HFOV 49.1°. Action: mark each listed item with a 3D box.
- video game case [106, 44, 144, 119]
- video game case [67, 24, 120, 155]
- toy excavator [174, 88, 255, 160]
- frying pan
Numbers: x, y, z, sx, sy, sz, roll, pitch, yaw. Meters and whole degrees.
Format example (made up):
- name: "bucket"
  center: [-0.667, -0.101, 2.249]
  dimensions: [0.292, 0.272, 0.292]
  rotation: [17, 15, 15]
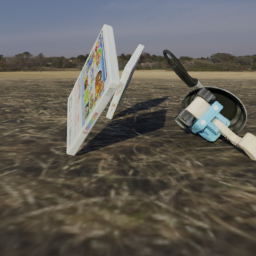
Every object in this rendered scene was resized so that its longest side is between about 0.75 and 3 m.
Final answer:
- name: "video game case"
  center: [-0.084, -1.714, 10.151]
  dimensions: [0.262, 2.086, 2.292]
  rotation: [24, 37, -2]
- name: "video game case"
  center: [-0.767, -0.677, 5.477]
  dimensions: [0.196, 2.178, 1.560]
  rotation: [13, 49, -25]
- name: "toy excavator"
  center: [2.045, -0.027, 6.289]
  dimensions: [1.765, 0.882, 1.717]
  rotation: [41, -2, 5]
- name: "frying pan"
  center: [1.695, -0.720, 7.000]
  dimensions: [2.678, 1.620, 0.436]
  rotation: [36, 52, -1]
